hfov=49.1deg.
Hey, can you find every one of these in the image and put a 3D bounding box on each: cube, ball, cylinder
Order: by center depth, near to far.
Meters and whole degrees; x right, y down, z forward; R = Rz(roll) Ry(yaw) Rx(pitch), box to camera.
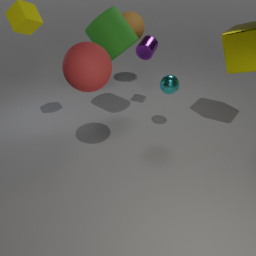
[{"bbox_3d":[-1.151,-1.721,7.960,1.400,1.400,1.400,0,32,0],"label":"ball"},{"bbox_3d":[-3.255,-3.457,8.802,0.700,0.700,0.700,-29,-5,28],"label":"cube"},{"bbox_3d":[4.202,-2.792,9.569,1.400,1.400,1.400,2,30,41],"label":"cube"},{"bbox_3d":[-0.574,-3.309,9.996,1.400,1.400,1.400,-36,12,9],"label":"cylinder"},{"bbox_3d":[1.490,-1.556,10.052,0.700,0.700,0.700,0,32,0],"label":"ball"},{"bbox_3d":[0.746,-3.155,11.008,0.700,0.700,0.700,14,52,21],"label":"cylinder"},{"bbox_3d":[0.081,-4.774,13.293,1.400,1.400,1.400,0,32,0],"label":"ball"}]
